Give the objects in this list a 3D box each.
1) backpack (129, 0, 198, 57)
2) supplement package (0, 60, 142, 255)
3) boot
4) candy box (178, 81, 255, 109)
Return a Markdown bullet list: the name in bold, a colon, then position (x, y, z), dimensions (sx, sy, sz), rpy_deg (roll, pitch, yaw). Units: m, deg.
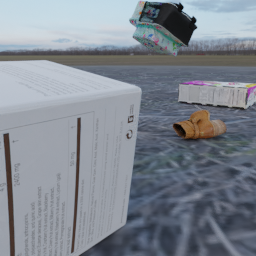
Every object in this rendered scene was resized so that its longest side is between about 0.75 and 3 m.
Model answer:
- **backpack**: position (0.953, -3.151, 8.732), dimensions (1.690, 1.433, 1.904), rpy_deg (19, 17, -41)
- **supplement package**: position (-1.454, 0.397, 2.423), dimensions (1.692, 1.671, 2.790), rpy_deg (23, 26, 37)
- **boot**: position (1.581, -0.057, 6.911), dimensions (1.079, 0.533, 1.390), rpy_deg (-9, 24, -15)
- **candy box**: position (3.559, -1.385, 11.082), dimensions (2.639, 0.805, 1.800), rpy_deg (11, 18, 33)
